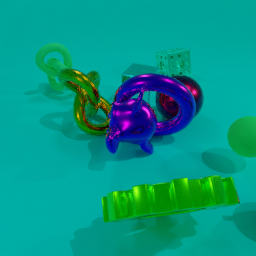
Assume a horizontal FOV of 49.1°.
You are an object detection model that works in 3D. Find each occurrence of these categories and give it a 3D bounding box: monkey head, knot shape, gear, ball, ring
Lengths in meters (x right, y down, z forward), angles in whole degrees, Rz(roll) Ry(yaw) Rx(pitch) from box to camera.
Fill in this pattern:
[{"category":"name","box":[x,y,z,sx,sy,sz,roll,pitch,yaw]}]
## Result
[{"category":"monkey head","box":[0.080,0.003,5.871,1.029,1.708,1.228,-1,39,14]},{"category":"knot shape","box":[-1.034,-0.825,6.934,0.865,1.752,1.872,-25,50,9]},{"category":"gear","box":[0.596,1.086,4.140,1.921,1.921,0.355,-5,70,-7]},{"category":"ball","box":[2.491,0.180,5.756,0.854,0.854,0.854,0,35,0]},{"category":"ball","box":[1.314,-0.744,7.193,1.228,1.228,1.228,0,35,0]},{"category":"knot shape","box":[-2.062,-1.820,8.268,1.561,1.460,0.721,4,53,30]},{"category":"ring","box":[0.579,-0.461,6.303,1.847,1.847,0.369,6,51,9]}]

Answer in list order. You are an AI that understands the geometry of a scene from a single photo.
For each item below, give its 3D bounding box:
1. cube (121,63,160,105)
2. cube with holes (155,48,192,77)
[{"category":"cube","box":[0.370,-1.286,8.251,0.875,0.875,0.875,14,39,18]},{"category":"cube with holes","box":[1.492,-2.135,9.253,0.836,0.836,0.836,-16,23,-18]}]
